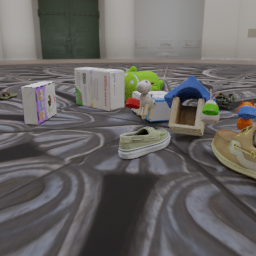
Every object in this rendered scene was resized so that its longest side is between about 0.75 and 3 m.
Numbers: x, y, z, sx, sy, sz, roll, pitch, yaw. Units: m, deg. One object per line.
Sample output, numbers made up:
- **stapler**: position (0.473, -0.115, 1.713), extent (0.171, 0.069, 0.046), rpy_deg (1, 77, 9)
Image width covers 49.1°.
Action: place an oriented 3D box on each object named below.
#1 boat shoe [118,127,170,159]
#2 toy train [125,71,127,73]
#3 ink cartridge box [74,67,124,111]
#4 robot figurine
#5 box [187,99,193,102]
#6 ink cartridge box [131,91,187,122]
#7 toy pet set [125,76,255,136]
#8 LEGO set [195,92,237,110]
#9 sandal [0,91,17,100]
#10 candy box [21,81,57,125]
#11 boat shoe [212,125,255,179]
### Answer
- **boat shoe**: position (0.441, 0.243, 6.348), extent (0.595, 0.513, 1.654), rpy_deg (13, 21, 38)
- **toy train**: position (-0.110, -2.017, 13.233), extent (1.398, 1.046, 2.454), rpy_deg (23, 23, 25)
- **ink cartridge box**: position (-1.089, -1.518, 10.616), extent (1.967, 1.424, 0.826), rpy_deg (14, 22, 40)
- **robot figurine**: position (0.460, -1.723, 11.634), extent (2.114, 1.223, 1.854), rpy_deg (-10, 48, -34)
- **box**: position (2.309, -1.313, 11.689), extent (0.450, 0.420, 2.170), rpy_deg (12, 20, 34)
- **ink cartridge box**: position (0.973, -0.759, 9.308), extent (1.233, 0.723, 1.684), rpy_deg (-4, 19, -19)
- **toy pet set**: position (1.567, -0.721, 6.535), extent (2.563, 1.361, 2.393), rpy_deg (7, -12, 21)
- **LEGO set**: position (3.348, -1.042, 10.845), extent (1.511, 0.659, 2.327), rpy_deg (2, 4, 1)
- **sandal**: position (-5.385, -1.461, 12.332), extent (0.468, 0.337, 1.180), rpy_deg (5, 17, 17)
- **candy box**: position (-2.760, -0.824, 8.822), extent (0.482, 1.131, 1.349), rpy_deg (3, 17, 9)
- **boat shoe**: position (2.488, 0.414, 5.010), extent (1.060, 0.951, 2.863), rpy_deg (-5, 17, -15)
